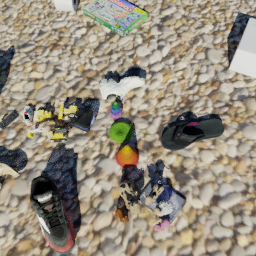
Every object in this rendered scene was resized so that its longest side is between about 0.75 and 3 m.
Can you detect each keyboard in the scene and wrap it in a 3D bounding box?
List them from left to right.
[{"bbox_3d":[-4.762,-0.345,11.001,0.495,0.106,0.824,34,64,18],"label":"keyboard"}]

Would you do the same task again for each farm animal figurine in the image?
[{"bbox_3d":[0.498,2.370,8.806,1.821,0.916,1.471,4,60,9],"label":"farm animal figurine"}]

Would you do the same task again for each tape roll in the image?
[{"bbox_3d":[-3.084,-6.513,13.969,0.882,1.285,1.285,4,59,2],"label":"tape roll"}]

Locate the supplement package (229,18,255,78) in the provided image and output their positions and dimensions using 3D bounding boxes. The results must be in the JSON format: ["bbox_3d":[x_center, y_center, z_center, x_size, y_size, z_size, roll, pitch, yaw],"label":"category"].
[{"bbox_3d":[5.452,-3.492,12.187,1.269,1.265,2.164,23,61,13],"label":"supplement package"}]

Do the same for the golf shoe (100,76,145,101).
[{"bbox_3d":[-0.190,-1.575,11.505,1.896,0.742,0.922,-8,77,1],"label":"golf shoe"}]

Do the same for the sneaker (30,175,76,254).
[{"bbox_3d":[-2.384,2.563,8.604,0.921,1.274,2.607,-22,63,-15],"label":"sneaker"}]

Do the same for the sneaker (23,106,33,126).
[{"bbox_3d":[-3.916,-0.560,10.933,0.324,0.430,0.920,-10,60,-6],"label":"sneaker"}]

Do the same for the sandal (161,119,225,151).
[{"bbox_3d":[2.408,0.105,10.433,2.535,0.607,0.953,-17,61,-10],"label":"sandal"}]

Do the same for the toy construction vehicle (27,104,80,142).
[{"bbox_3d":[-2.811,-0.275,10.649,1.771,0.624,1.542,1,59,1],"label":"toy construction vehicle"}]

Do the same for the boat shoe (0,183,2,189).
[{"bbox_3d":[-5.077,1.792,9.527,1.493,0.446,0.533,12,60,7],"label":"boat shoe"}]

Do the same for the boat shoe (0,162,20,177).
[{"bbox_3d":[-4.413,1.457,9.718,1.434,0.517,0.466,20,68,16],"label":"boat shoe"}]

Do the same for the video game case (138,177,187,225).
[{"bbox_3d":[1.139,2.416,9.351,1.346,0.128,0.961,35,65,20],"label":"video game case"}]

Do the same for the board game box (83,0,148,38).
[{"bbox_3d":[-0.650,-5.736,14.029,2.729,0.397,1.837,36,66,19],"label":"board game box"}]

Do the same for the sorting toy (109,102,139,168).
[{"bbox_3d":[-0.228,0.110,10.271,0.910,0.904,2.624,-11,61,-6],"label":"sorting toy"}]

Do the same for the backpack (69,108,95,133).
[{"bbox_3d":[-1.638,-0.306,10.644,0.877,0.676,0.835,22,73,7],"label":"backpack"}]
